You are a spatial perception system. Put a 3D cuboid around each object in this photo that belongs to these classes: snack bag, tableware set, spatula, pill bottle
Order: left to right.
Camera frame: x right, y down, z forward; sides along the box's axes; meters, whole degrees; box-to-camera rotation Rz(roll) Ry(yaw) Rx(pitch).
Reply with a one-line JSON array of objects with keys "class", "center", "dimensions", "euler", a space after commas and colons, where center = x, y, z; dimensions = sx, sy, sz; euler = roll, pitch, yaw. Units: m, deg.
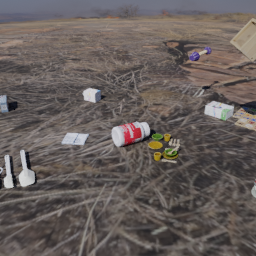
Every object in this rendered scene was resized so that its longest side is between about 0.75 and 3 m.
[{"class": "spatula", "center": [-3.682, 1.317, 8.718], "dimensions": [1.371, 0.158, 1.971], "euler": [-16, 30, -17]}, {"class": "snack bag", "center": [-1.969, 0.399, 10.530], "dimensions": [0.863, 0.092, 0.813], "euler": [3, 27, 6]}, {"class": "pill bottle", "center": [0.119, 0.188, 10.234], "dimensions": [1.290, 0.724, 0.724], "euler": [-15, 30, -26]}, {"class": "tableware set", "center": [1.246, 0.636, 9.888], "dimensions": [1.132, 0.258, 1.680], "euler": [6, 28, 12]}]

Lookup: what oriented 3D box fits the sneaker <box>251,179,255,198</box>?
[{"class": "sneaker", "center": [4.494, 1.479, 7.535], "dimensions": [2.086, 0.923, 0.773], "euler": [0, 26, -3]}]

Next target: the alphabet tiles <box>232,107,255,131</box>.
[{"class": "alphabet tiles", "center": [5.498, -0.388, 12.093], "dimensions": [1.769, 0.080, 2.117], "euler": [20, 33, 34]}]

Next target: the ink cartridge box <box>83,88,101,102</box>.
[{"class": "ink cartridge box", "center": [-1.839, -1.661, 14.122], "dimensions": [0.791, 0.496, 0.509], "euler": [15, 31, 27]}]

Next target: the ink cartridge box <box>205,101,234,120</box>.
[{"class": "ink cartridge box", "center": [4.049, -0.777, 12.449], "dimensions": [1.023, 0.447, 0.743], "euler": [22, 35, 39]}]

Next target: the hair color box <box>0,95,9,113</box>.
[{"class": "hair color box", "center": [-5.796, -1.137, 13.106], "dimensions": [0.297, 0.485, 0.981], "euler": [-10, 29, -20]}]

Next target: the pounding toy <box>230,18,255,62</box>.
[{"class": "pounding toy", "center": [3.893, -2.716, 8.548], "dimensions": [0.844, 1.093, 1.187], "euler": [34, 25, -19]}]

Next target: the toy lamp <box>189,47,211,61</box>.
[{"class": "toy lamp", "center": [3.431, -3.495, 13.314], "dimensions": [0.447, 0.447, 1.537], "euler": [23, 38, 38]}]

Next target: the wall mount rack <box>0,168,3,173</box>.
[{"class": "wall mount rack", "center": [-4.329, 1.336, 8.226], "dimensions": [1.120, 0.418, 0.973], "euler": [-15, 29, -10]}]
